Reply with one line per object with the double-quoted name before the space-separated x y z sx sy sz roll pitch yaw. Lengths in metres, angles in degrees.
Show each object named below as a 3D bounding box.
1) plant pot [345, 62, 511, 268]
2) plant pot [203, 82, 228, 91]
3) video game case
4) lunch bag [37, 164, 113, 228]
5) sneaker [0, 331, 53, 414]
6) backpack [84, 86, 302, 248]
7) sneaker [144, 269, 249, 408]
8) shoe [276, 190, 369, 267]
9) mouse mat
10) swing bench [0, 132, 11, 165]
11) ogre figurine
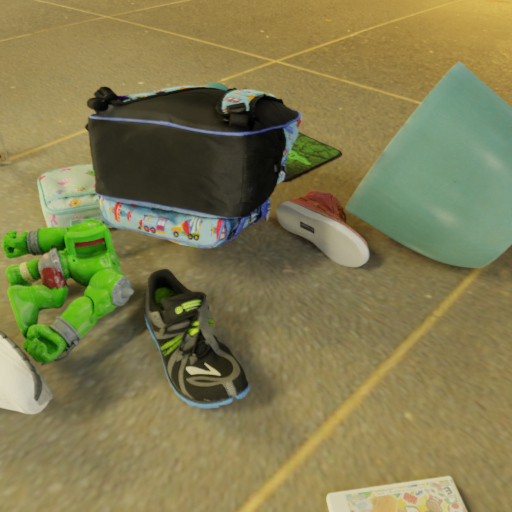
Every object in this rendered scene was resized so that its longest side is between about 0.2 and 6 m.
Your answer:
"plant pot" 3.582 -1.318 9.953 2.558 3.187 3.187 39 47 7
"plant pot" -1.292 -3.753 14.340 1.200 1.200 1.128 19 31 23
"video game case" 1.728 3.260 6.292 1.579 0.181 1.437 -5 38 -7
"lunch bag" -3.306 -1.211 11.492 2.106 0.812 1.689 -12 40 -19
"sneaker" -4.264 1.683 7.716 3.361 1.252 1.464 9 46 25
"backpack" -0.873 -1.890 10.268 3.227 2.378 3.535 11 24 20
"sneaker" -1.023 1.160 8.236 0.950 1.111 2.681 -20 43 -23
"shoe" 1.489 -0.623 10.809 1.010 0.793 2.220 -30 45 -31
"mouse mat" 0.505 -2.707 14.084 2.180 0.102 2.709 -29 46 -32
"swing bench" -6.560 -2.714 13.170 1.191 1.184 0.772 -17 38 -21
"ogre figurine" -3.048 0.327 9.054 1.763 1.443 2.941 -23 25 -13
